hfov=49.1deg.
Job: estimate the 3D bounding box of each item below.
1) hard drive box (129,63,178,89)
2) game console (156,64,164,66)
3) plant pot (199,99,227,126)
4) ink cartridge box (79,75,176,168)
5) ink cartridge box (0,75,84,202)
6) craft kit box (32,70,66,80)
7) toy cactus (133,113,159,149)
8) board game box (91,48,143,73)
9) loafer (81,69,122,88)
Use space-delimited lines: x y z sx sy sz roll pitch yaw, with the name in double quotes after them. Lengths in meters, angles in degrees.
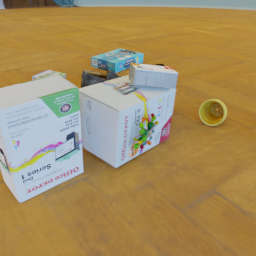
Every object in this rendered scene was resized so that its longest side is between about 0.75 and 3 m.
0.774 -1.679 8.970 1.358 0.522 1.058 4 22 -11 "hard drive box"
1.551 -3.707 16.984 1.359 0.164 0.802 -1 30 -1 "game console"
3.419 -0.658 11.024 1.014 1.014 0.954 18 19 28 "plant pot"
-0.099 -0.382 9.262 1.991 2.001 2.753 28 37 35 "ink cartridge box"
-2.381 0.267 7.502 2.054 2.837 1.191 -23 40 -34 "ink cartridge box"
-4.293 -2.781 15.279 1.279 0.314 1.295 14 33 28 "craft kit box"
0.576 0.138 8.225 0.583 1.140 0.941 20 1 17 "toy cactus"
-0.639 -4.224 17.403 1.997 0.621 2.646 23 37 34 "board game box"
-0.871 -2.348 13.754 2.898 1.048 1.055 -5 29 -10 "loafer"
